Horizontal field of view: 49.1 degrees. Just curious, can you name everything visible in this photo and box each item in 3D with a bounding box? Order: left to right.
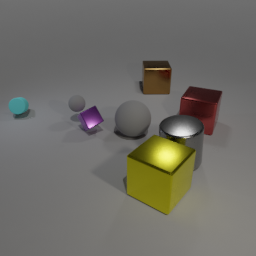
[{"bbox_3d":[-4.785,-0.982,12.284,0.700,0.700,0.700,-4,9,-7],"label":"cylinder"},{"bbox_3d":[-2.102,-1.007,11.531,0.700,0.700,0.700,0,30,0],"label":"ball"},{"bbox_3d":[-1.483,-0.369,11.020,0.700,0.700,0.700,-30,2,-21],"label":"cube"},{"bbox_3d":[0.190,-0.367,10.741,1.400,1.400,1.400,0,30,0],"label":"ball"},{"bbox_3d":[1.487,-2.697,14.853,1.400,1.400,1.400,0,30,-1],"label":"cube"},{"bbox_3d":[0.919,1.251,7.907,1.400,1.400,1.400,20,35,31],"label":"cube"},{"bbox_3d":[1.728,0.496,9.133,1.400,1.400,1.400,-4,31,2],"label":"cylinder"},{"bbox_3d":[2.940,-0.743,11.423,1.400,1.400,1.400,13,32,21],"label":"cube"}]
